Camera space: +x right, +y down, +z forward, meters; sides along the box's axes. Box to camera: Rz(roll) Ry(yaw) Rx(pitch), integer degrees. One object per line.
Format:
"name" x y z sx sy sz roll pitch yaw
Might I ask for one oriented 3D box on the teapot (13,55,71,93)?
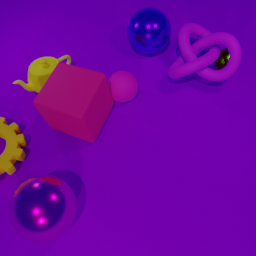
"teapot" -2.329 -1.507 7.845 1.135 0.894 1.826 35 61 29

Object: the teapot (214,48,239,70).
"teapot" 2.916 -1.974 8.186 0.797 0.627 1.281 35 36 -27

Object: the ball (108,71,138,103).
"ball" -0.150 -1.137 7.732 0.867 0.867 0.867 0 62 0

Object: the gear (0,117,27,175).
"gear" -3.467 0.519 7.002 1.719 0.318 1.719 2 57 -4

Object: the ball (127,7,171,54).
"ball" 0.633 -2.917 8.439 1.327 1.327 1.327 0 62 0

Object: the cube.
"cube" -1.302 -0.633 7.101 1.320 1.320 1.320 17 65 16

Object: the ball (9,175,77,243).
"ball" -1.783 1.691 5.945 1.380 1.380 1.380 0 62 0

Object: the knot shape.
"knot shape" 2.151 -2.004 7.694 1.850 0.913 1.977 20 73 27
